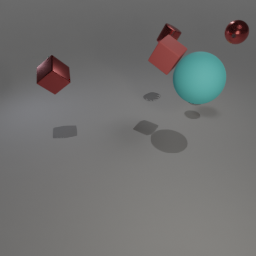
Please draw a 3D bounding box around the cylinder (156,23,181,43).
[{"bbox_3d":[1.546,-3.466,10.588,0.700,0.700,0.700,23,31,-15],"label":"cylinder"}]

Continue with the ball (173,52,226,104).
[{"bbox_3d":[1.920,-1.346,7.590,1.400,1.400,1.400,0,33,0],"label":"ball"}]

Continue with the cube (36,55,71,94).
[{"bbox_3d":[-2.209,-1.566,8.300,0.700,0.700,0.700,-32,50,24],"label":"cube"}]

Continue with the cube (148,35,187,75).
[{"bbox_3d":[1.130,-2.087,7.975,0.700,0.700,0.700,38,44,4],"label":"cube"}]

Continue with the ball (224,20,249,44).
[{"bbox_3d":[3.274,-2.883,8.435,0.700,0.700,0.700,0,33,0],"label":"ball"}]
